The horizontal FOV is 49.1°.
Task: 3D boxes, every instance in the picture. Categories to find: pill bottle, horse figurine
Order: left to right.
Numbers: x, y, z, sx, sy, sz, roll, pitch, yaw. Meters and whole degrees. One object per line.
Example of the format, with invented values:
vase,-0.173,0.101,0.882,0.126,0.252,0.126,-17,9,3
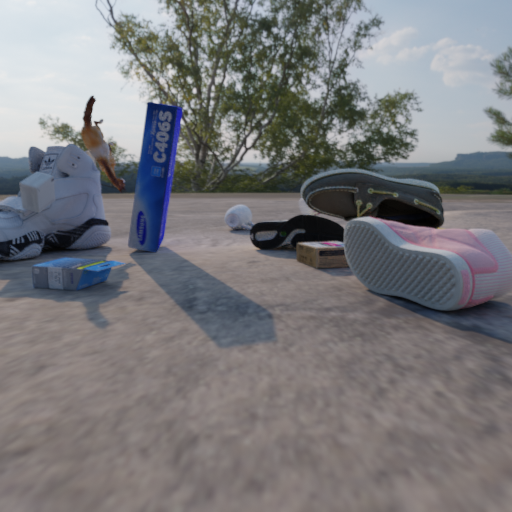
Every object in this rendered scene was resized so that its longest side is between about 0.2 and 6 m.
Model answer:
horse figurine,-3.251,-2.333,11.708,0.463,1.855,1.229,-16,38,2
pill bottle,1.392,-1.169,12.162,0.843,0.473,0.473,-23,16,-20

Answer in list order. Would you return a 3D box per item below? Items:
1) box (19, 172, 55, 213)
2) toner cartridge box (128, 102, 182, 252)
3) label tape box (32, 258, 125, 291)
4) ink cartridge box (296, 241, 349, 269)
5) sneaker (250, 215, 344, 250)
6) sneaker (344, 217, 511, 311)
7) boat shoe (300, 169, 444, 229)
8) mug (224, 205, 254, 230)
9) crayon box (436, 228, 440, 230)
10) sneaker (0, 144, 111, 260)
box,-3.800,-1.113,9.754,0.337,0.515,0.513,16,35,10
toner cartridge box,-1.996,-1.590,11.162,0.604,2.797,1.329,9,12,-4
label tape box,-2.387,0.251,7.608,1.015,0.336,0.727,5,10,17
ink cartridge box,1.196,-0.029,9.473,0.773,0.353,0.939,-4,8,-17
sneaker,0.991,-0.513,11.415,2.011,0.759,1.157,2,10,29
sneaker,2.150,0.040,7.031,1.243,0.895,2.378,-8,17,-23
boat shoe,2.163,-0.963,10.322,2.672,0.955,0.799,4,47,-6
mug,-0.439,-0.987,15.540,0.897,0.663,0.787,33,19,7
crayon box,3.053,-0.299,10.992,1.267,0.428,1.468,8,12,41
sneaker,-4.258,-1.071,10.598,1.350,2.065,3.593,3,8,29
